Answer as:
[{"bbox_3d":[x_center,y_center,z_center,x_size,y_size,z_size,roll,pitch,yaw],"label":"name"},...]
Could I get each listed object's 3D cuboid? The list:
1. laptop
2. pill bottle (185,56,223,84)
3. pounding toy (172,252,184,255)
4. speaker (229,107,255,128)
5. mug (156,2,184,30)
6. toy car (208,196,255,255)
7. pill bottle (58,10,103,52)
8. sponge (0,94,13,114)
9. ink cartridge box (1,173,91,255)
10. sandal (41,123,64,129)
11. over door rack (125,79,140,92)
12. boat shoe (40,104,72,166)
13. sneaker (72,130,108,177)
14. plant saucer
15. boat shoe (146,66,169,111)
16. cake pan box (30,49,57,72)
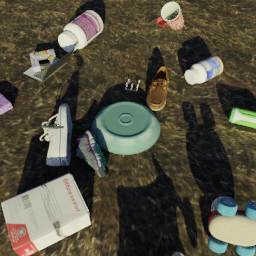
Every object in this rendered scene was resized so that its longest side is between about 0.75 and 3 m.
[{"bbox_3d":[-3.841,-3.232,13.582,2.001,1.160,1.874,25,52,20],"label":"laptop"},{"bbox_3d":[3.557,-2.686,13.237,1.707,0.957,0.957,-28,54,-22],"label":"pill bottle"},{"bbox_3d":[0.948,3.877,7.071,2.560,1.469,1.464,3,53,3],"label":"pounding toy"},{"bbox_3d":[4.979,-0.370,11.362,1.598,0.707,0.707,15,50,13],"label":"speaker"},{"bbox_3d":[1.828,-4.692,11.874,1.048,1.180,0.788,9,91,24],"label":"mug"},{"bbox_3d":[3.143,2.626,8.479,1.514,1.577,1.711,7,20,6],"label":"toy car"},{"bbox_3d":[-2.566,-5.178,15.125,1.426,1.426,2.541,22,52,19],"label":"pill bottle"},{"bbox_3d":[-6.265,-0.676,11.863,1.298,0.347,2.328,35,57,26],"label":"sponge"},{"bbox_3d":[-2.451,2.618,8.552,2.212,0.917,1.623,-22,52,-18],"label":"ink cartridge box"},{"bbox_3d":[-2.442,-0.078,9.207,0.326,0.858,0.184,-5,84,33],"label":"sandal"},{"bbox_3d":[0.217,-2.046,13.134,0.574,0.259,0.777,10,49,8],"label":"over door rack"},{"bbox_3d":[-2.805,0.238,10.727,1.169,1.013,2.742,-6,58,0],"label":"boat shoe"},{"bbox_3d":[-1.407,1.066,10.198,0.947,0.805,2.164,-28,46,1],"label":"sneaker"},{"bbox_3d":[-0.084,-0.204,11.339,2.834,0.509,2.834,0,48,0],"label":"plant saucer"},{"bbox_3d":[1.349,-1.809,12.505,0.899,0.844,2.498,10,48,8],"label":"boat shoe"},{"bbox_3d":[-4.240,-3.397,14.142,1.260,0.358,1.368,-15,50,-10],"label":"cake pan box"}]
